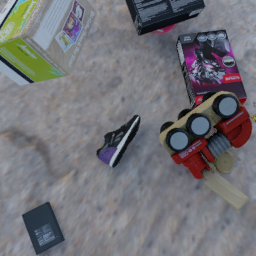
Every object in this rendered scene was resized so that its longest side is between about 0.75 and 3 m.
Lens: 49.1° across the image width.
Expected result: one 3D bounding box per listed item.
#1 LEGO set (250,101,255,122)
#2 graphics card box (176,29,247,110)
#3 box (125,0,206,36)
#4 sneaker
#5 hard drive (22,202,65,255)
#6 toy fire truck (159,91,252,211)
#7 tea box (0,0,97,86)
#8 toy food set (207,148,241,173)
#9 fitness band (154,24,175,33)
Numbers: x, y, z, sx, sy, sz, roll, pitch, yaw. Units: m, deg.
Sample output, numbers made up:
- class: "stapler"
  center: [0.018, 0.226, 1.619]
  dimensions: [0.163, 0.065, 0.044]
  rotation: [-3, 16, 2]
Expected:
- class: "LEGO set"
  center: [3.697, -0.511, 7.670]
  dimensions: [0.763, 0.587, 0.442]
  rotation: [-13, 50, -6]
- class: "graphics card box"
  center: [2.785, -1.984, 9.591]
  dimensions: [1.740, 0.706, 2.774]
  rotation: [-7, 69, -2]
- class: "box"
  center: [1.233, -4.501, 9.845]
  dimensions: [2.377, 0.937, 1.677]
  rotation: [-19, 91, -6]
- class: "sneaker"
  center: [-0.320, 0.247, 8.818]
  dimensions: [0.820, 0.709, 1.873]
  rotation: [28, 73, 15]
- class: "hard drive"
  center: [-2.461, 2.877, 8.107]
  dimensions: [0.848, 0.200, 1.215]
  rotation: [-26, 72, -9]
- class: "toy fire truck"
  center: [2.648, 0.661, 8.194]
  dimensions: [2.480, 1.813, 2.818]
  rotation: [-36, 101, 3]
- class: "tea box"
  center: [-2.189, -2.378, 6.939]
  dimensions: [2.063, 1.401, 2.097]
  rotation: [-3, 59, 34]
- class: "toy food set"
  center: [2.992, 1.067, 8.791]
  dimensions: [1.015, 0.204, 0.700]
  rotation: [-32, 80, -16]
- class: "fitness band"
  center: [1.046, -4.197, 10.418]
  dimensions: [1.593, 0.298, 1.144]
  rotation: [18, 84, -5]
